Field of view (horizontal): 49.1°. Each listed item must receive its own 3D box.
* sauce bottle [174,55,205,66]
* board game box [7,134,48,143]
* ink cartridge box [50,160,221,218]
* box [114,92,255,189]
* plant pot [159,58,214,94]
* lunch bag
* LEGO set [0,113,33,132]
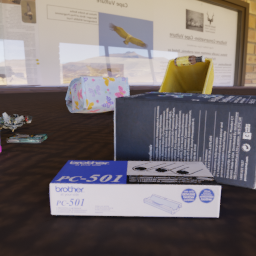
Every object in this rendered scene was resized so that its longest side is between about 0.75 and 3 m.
[{"bbox_3d":[1.916,-2.113,8.756,0.958,0.310,0.310,4,11,42],"label":"sauce bottle"},{"bbox_3d":[-3.002,0.307,8.388,0.996,0.140,0.674,0,11,1],"label":"board game box"},{"bbox_3d":[0.099,0.897,4.357,2.340,0.517,1.100,0,10,1],"label":"ink cartridge box"},{"bbox_3d":[1.403,0.046,6.132,2.818,1.509,2.092,5,12,25],"label":"box"},{"bbox_3d":[3.078,-1.843,13.811,2.175,2.189,2.239,7,-24,30],"label":"plant pot"},{"bbox_3d":[-1.629,-1.645,14.065,2.482,1.861,2.927,-5,-3,-26],"label":"lunch bag"},{"bbox_3d":[-4.175,-0.174,10.218,1.483,0.647,2.284,4,-1,9],"label":"LEGO set"}]
